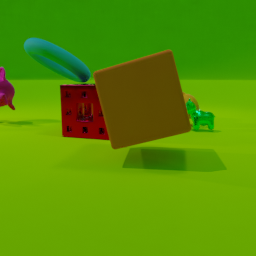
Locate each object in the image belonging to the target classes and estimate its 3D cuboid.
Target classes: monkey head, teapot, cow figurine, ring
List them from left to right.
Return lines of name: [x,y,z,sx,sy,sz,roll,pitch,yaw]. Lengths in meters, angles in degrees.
monkey head: [-3.810,-1.057,8.567,1.050,1.460,0.880,17,35,30]
ring: [-1.854,-1.761,7.445,1.859,0.372,1.859,26,-5,2]
teapot: [1.697,-0.632,8.260,0.602,1.229,0.764,-22,-7,-7]
cow figurine: [1.917,-0.375,7.569,0.875,0.861,0.480,-2,0,8]

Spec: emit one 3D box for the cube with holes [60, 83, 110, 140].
cube with holes: [-0.830,-0.479,7.136,1.258,1.258,1.258,3,11,17]

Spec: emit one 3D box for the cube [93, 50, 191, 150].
cube: [0.313,-0.473,5.040,1.317,1.317,1.317,-14,2,11]
